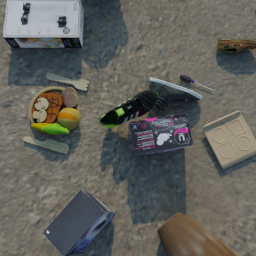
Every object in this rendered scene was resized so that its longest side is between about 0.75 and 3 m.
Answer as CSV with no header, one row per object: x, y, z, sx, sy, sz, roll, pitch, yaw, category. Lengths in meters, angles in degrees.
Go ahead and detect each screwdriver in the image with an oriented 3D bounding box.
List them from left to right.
2.582,-1.670,10.432,1.380,0.201,0.192,24,81,9,screwdriver

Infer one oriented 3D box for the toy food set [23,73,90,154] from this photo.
-2.611,-0.656,10.030,1.957,0.569,2.835,14,78,3,toy food set

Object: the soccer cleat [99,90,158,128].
0.018,-0.596,9.420,2.163,0.877,0.730,-29,84,17,soccer cleat

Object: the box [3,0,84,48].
-3.134,-3.932,10.600,2.779,0.836,1.621,-1,78,-1,box

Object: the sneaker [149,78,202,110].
1.619,-1.058,10.123,2.041,0.721,1.012,15,100,-11,sneaker

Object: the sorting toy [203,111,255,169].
3.657,0.413,9.974,1.542,0.304,1.666,-24,83,-5,sorting toy

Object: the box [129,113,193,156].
1.039,0.278,9.472,1.920,1.269,1.102,-9,82,-1,box

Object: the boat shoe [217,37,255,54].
4.160,-3.065,10.611,1.529,0.550,0.520,6,82,11,boat shoe

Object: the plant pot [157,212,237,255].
1.897,3.699,8.614,1.885,1.885,2.016,-39,65,-8,plant pot

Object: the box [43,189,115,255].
-1.427,2.929,8.624,1.022,1.645,1.658,38,81,21,box
